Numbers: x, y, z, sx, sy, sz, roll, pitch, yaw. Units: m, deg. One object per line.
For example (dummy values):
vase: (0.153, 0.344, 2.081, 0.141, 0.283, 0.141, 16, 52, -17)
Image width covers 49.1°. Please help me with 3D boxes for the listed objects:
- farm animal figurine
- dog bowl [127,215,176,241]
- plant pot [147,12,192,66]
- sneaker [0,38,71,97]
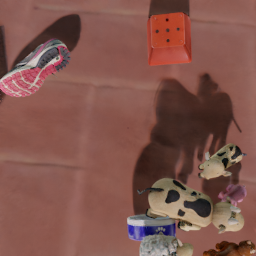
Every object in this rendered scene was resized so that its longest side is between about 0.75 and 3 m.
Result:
farm animal figurine: (1.752, 1.669, 6.373, 2.965, 1.563, 2.998, 7, 66, -12)
dog bowl: (0.576, 2.409, 6.842, 1.178, 1.178, 0.464, -2, 79, 0)
plant pot: (1.116, -2.535, 7.781, 1.284, 1.132, 1.283, -2, 90, 11)
sneaker: (-2.671, -1.696, 8.013, 2.207, 0.890, 0.824, -33, 53, -2)
